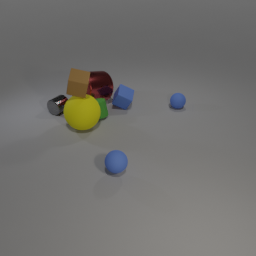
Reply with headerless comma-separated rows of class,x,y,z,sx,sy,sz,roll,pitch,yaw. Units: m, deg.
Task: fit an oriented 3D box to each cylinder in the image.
cylinder,-1.227,-0.811,11.697,0.700,0.700,0.700,-10,23,4
cylinder,-1.607,-1.815,12.502,1.400,1.400,1.400,24,26,35
cylinder,-3.014,-1.001,12.124,0.700,0.700,0.700,16,34,25

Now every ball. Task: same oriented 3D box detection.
ball,-0.355,1.012,8.424,0.700,0.700,0.700,0,30,0
ball,2.228,-1.218,12.503,0.700,0.700,0.700,0,30,0
ball,-1.759,-0.617,10.770,1.400,1.400,1.400,0,30,0

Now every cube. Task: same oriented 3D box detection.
cube,-0.217,-1.369,12.360,0.700,0.700,0.700,23,50,-16
cube,-1.788,-1.615,10.084,0.700,0.700,0.700,11,48,-11
